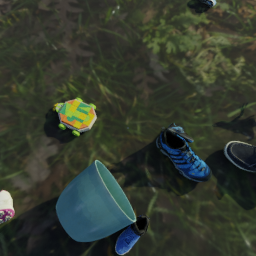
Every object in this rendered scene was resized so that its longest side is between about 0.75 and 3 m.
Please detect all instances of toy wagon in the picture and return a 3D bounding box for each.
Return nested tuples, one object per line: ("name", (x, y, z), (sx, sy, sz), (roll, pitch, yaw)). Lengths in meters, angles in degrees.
("toy wagon", (-1.757, -0.439, 8.907), (1.459, 0.289, 1.132), (24, 68, 10))

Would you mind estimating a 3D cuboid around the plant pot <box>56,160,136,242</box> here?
("plant pot", (-0.905, 1.976, 7.123), (1.461, 1.820, 1.820), (-34, 70, 1))

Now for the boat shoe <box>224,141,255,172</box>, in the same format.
("boat shoe", (3.901, 0.978, 8.077), (2.237, 0.696, 0.835), (28, 71, 13))

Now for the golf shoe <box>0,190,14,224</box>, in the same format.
("golf shoe", (-4.013, 2.296, 7.601), (1.847, 0.695, 0.845), (-16, 49, -7))

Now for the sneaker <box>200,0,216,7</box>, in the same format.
("sneaker", (3.116, -5.032, 10.960), (0.358, 0.312, 0.797), (-32, 73, -33))

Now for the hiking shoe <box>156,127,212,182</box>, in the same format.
("hiking shoe", (1.596, 0.819, 8.056), (1.934, 0.839, 0.720), (39, 72, 15))

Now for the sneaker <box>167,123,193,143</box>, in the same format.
("sneaker", (1.648, 0.143, 8.637), (0.878, 0.321, 0.360), (30, 70, 12))

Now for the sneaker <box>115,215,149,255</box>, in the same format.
("sneaker", (0.113, 2.758, 7.301), (0.467, 0.676, 1.215), (42, 73, 16))
